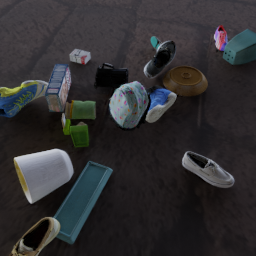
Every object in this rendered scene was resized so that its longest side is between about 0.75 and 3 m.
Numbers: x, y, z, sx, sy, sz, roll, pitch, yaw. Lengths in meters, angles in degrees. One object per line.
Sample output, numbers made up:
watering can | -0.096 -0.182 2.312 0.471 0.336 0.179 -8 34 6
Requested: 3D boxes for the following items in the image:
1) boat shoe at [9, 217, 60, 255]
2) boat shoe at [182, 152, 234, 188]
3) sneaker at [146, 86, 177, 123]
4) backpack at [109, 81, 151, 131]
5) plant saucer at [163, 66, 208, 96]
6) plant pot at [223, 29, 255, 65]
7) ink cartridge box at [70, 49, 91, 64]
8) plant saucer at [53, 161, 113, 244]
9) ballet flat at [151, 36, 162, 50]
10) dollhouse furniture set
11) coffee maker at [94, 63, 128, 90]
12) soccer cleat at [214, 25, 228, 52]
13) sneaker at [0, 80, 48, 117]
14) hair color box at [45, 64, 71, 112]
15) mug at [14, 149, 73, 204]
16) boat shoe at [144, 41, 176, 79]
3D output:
boat shoe | -2.637 3.119 7.298 0.723 0.648 1.953 29 65 22
boat shoe | 2.615 1.297 9.094 1.761 0.578 0.633 31 55 25
sneaker | 0.984 -1.016 11.034 1.090 0.752 1.960 33 52 19
backpack | 0.026 -0.722 9.083 1.031 1.629 1.360 -30 74 -34
plant saucer | 2.551 -2.193 12.388 1.987 0.352 1.987 0 48 0
plant pot | 5.396 -3.738 13.311 1.570 1.110 1.109 -27 53 -17
ink cartridge box | -2.315 -3.449 13.518 0.825 0.345 0.595 17 50 15
plant saucer | -1.434 2.123 8.596 0.929 0.252 2.658 17 50 15
ballet flat | 1.579 -4.143 14.142 0.494 0.494 1.373 -14 50 -12
dollhouse furniture set | -1.824 -0.469 10.460 1.182 0.913 2.365 -3 48 -3
coffee maker | -0.667 -2.061 12.003 1.346 0.907 1.293 4 63 5
soccer cleat | 4.785 -4.530 14.272 0.618 0.663 1.812 3 48 2
sneaker | -4.267 -1.040 11.109 2.493 0.944 1.310 -13 62 -3
hair color box | -2.825 -1.671 11.494 0.588 0.971 1.942 2 48 2
mug | -2.616 1.216 8.690 1.469 1.433 1.790 -21 57 -28
boat shoe | 1.651 -3.256 12.883 0.897 0.740 2.614 40 58 -9
